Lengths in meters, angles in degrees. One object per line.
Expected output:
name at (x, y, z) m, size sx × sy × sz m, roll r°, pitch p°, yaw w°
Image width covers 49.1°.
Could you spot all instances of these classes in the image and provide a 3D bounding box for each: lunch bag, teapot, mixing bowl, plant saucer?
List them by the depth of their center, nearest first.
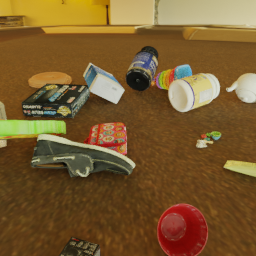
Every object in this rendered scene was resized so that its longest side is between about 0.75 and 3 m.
mixing bowl at (0.993, 2.014, 5.589) m, size 1.027 × 1.027 × 0.556 m, roll -6°, pitch -8°, yaw -13°
lunch bag at (-0.743, 0.395, 9.183) m, size 1.405 × 0.654 × 1.595 m, roll -5°, pitch 25°, yaw 0°
teapot at (5.632, -1.680, 12.924) m, size 1.524 × 1.504 × 1.113 m, roll 0°, pitch 54°, yaw 52°
plant saucer at (-4.462, -2.802, 16.059) m, size 2.400 × 0.387 × 2.400 m, roll 0°, pitch 26°, yaw 0°

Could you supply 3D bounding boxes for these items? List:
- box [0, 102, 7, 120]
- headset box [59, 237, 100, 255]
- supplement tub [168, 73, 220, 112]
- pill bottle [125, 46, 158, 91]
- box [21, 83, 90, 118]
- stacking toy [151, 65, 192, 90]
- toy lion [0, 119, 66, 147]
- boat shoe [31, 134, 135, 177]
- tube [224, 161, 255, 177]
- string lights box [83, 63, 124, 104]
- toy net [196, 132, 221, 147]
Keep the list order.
box at (-5.750, -0.121, 9.604) m, size 2.861 × 1.175 × 0.978 m, roll -22°, pitch 34°, yaw -36°
headset box at (-0.961, 2.481, 5.136) m, size 0.628 × 0.326 × 0.844 m, roll 8°, pitch 28°, yaw 17°
supplement tub at (2.908, -1.604, 12.292) m, size 1.940 × 1.410 × 1.410 m, roll -20°, pitch 32°, yaw -29°
pill bottle at (0.837, -3.239, 14.902) m, size 1.383 × 1.383 × 2.473 m, roll 8°, pitch 50°, yaw 17°
box at (-3.131, -1.293, 12.604) m, size 2.194 × 0.635 × 2.760 m, roll 3°, pitch 26°, yaw 7°
stacking toy at (2.010, -2.536, 14.766) m, size 2.465 × 1.431 × 1.353 m, roll 9°, pitch 23°, yaw 43°
toy lion at (-3.302, 0.062, 8.381) m, size 2.683 × 0.961 × 2.799 m, roll -4°, pitch -3°, yaw 2°
boat shoe at (-1.271, 0.975, 7.868) m, size 2.923 × 1.050 × 0.988 m, roll 11°, pitch 65°, yaw 7°
tube at (3.558, 1.177, 7.846) m, size 1.601 × 0.465 × 0.416 m, roll 10°, pitch 65°, yaw 27°
string lights box at (-1.255, -2.260, 13.755) m, size 1.420 × 0.815 × 2.763 m, roll 24°, pitch 16°, yaw -25°
toy net at (2.686, 0.357, 9.674) m, size 1.137 × 0.220 × 0.597 m, roll -21°, pitch 33°, yaw -36°
